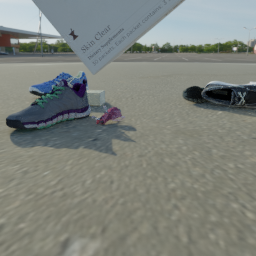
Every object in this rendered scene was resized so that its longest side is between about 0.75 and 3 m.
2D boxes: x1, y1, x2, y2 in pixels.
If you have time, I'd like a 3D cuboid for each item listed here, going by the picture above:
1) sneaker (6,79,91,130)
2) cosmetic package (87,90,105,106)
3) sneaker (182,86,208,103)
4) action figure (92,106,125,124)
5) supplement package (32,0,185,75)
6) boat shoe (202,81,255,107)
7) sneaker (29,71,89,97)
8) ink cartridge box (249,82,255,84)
[{"bbox_3d":[-2.251,-0.764,8.067,1.036,1.219,2.785,11,19,34],"label":"sneaker"},{"bbox_3d":[-1.660,-1.191,10.892,1.415,0.517,0.732,4,16,11],"label":"cosmetic package"},{"bbox_3d":[2.976,-1.323,11.429,1.844,0.695,0.731,-3,-2,-19],"label":"sneaker"},{"bbox_3d":[-0.618,-0.285,8.109,0.583,0.648,0.870,-35,4,47],"label":"action figure"},{"bbox_3d":[0.264,-2.410,4.123,2.776,1.539,2.162,-36,12,22],"label":"supplement package"},{"bbox_3d":[3.980,-1.172,10.148,2.575,0.924,0.873,15,34,27],"label":"boat shoe"},{"bbox_3d":[-3.092,-1.969,12.633,2.781,1.071,1.053,-13,22,-36],"label":"sneaker"},{"bbox_3d":[6.473,-1.682,12.537,1.672,0.588,2.802,4,13,16],"label":"ink cartridge box"}]
